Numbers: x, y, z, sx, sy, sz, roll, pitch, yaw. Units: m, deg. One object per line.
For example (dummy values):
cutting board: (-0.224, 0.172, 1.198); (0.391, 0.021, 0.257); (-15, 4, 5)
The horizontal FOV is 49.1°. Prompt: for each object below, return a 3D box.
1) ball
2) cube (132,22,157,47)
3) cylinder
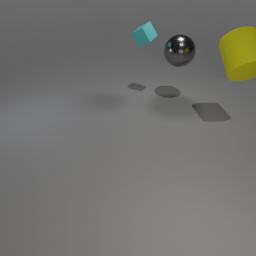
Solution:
ball: (2.304, -3.435, 12.493); (1.400, 1.400, 1.400); (0, 32, 0)
cube: (0.733, -4.136, 12.391); (0.700, 0.700, 0.700); (-8, 34, 47)
cylinder: (4.107, -2.612, 10.009); (1.400, 1.400, 1.400); (-4, 70, -7)
